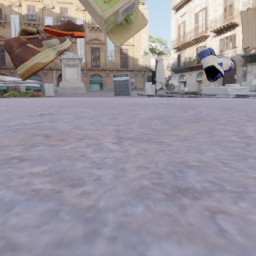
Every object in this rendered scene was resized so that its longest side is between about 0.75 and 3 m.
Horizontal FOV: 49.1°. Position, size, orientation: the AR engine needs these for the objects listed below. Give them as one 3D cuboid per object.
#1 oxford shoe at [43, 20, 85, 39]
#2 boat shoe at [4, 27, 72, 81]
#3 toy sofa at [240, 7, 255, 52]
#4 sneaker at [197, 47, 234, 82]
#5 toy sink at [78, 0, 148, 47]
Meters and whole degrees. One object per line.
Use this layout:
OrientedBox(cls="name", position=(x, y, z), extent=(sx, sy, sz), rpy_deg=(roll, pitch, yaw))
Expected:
OrientedBox(cls="oxford shoe", position=(-1.260, -1.976, 5.543), extent=(0.862, 0.313, 0.307), rpy_deg=(-5, 6, -37))
OrientedBox(cls="boat shoe", position=(-1.974, -1.838, 6.159), extent=(0.926, 0.924, 2.568), rpy_deg=(-31, 21, 18))
OrientedBox(cls="toy sofa", position=(2.981, -2.391, 6.831), extent=(0.483, 0.990, 0.410), rpy_deg=(-5, 6, 16))
OrientedBox(cls="sneaker", position=(2.865, -1.899, 9.143), extent=(1.644, 0.950, 0.664), rpy_deg=(9, -22, -43))
OrientedBox(cls="toy sink", position=(-0.441, -3.617, 8.051), extent=(1.324, 2.031, 1.138), rpy_deg=(-38, 0, -3))
